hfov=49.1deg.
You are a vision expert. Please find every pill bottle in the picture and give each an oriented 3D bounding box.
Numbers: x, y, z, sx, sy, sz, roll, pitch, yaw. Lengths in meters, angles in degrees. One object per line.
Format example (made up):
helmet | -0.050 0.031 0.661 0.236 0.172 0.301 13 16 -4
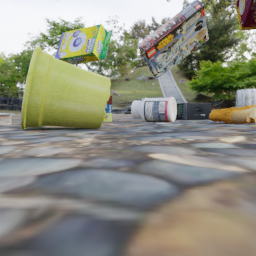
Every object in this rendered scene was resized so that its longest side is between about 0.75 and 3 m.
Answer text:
pill bottle | 1.099 -0.782 11.972 1.767 1.057 1.057 2 4 25

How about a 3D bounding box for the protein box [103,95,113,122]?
protein box | -1.557 -0.857 12.520 1.672 1.136 1.684 0 3 -7

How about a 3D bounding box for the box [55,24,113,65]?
box | -1.638 -3.055 10.376 2.212 1.298 0.535 1 -21 30

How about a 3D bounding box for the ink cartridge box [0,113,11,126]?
ink cartridge box | -4.307 -0.282 9.139 1.162 0.394 0.674 2 4 31

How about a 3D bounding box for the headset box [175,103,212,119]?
headset box | 3.578 -0.971 16.231 1.775 0.946 2.038 -1 4 -23

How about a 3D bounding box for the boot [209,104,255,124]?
boot | 4.120 -0.564 10.846 1.479 0.727 2.066 8 13 39

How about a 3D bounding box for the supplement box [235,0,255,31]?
supplement box | 3.121 -3.128 6.684 0.687 0.871 1.331 -2 -25 5

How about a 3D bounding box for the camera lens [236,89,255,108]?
camera lens | 6.491 -1.167 14.026 1.974 1.579 1.579 1 3 17

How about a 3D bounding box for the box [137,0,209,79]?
box | 1.796 -3.295 10.705 2.669 0.532 1.827 -37 -30 2

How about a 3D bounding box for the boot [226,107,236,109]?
boot | 5.805 -0.871 16.116 2.113 0.744 1.513 -5 6 -3

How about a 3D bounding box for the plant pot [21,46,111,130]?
plant pot | -1.501 -0.807 7.078 1.898 2.064 2.064 10 1 -14
